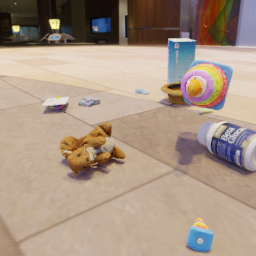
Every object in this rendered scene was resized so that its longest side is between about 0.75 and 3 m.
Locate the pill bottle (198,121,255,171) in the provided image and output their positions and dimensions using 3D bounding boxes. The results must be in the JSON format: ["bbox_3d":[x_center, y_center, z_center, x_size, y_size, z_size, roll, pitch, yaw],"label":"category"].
[{"bbox_3d":[2.958,0.411,8.058,1.034,1.034,1.861,-14,24,-32],"label":"pill bottle"}]

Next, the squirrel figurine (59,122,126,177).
[{"bbox_3d":[-1.168,0.681,7.689,1.608,1.138,1.500,-1,26,40],"label":"squirrel figurine"}]

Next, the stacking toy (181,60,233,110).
[{"bbox_3d":[2.039,-1.173,7.980,1.401,1.481,2.552,16,17,21],"label":"stacking toy"}]

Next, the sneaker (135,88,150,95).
[{"bbox_3d":[0.797,-2.038,15.414,0.833,0.341,0.308,2,22,6],"label":"sneaker"}]

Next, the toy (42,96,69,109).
[{"bbox_3d":[-3.281,-1.108,12.912,0.991,0.406,1.722,-5,20,-5],"label":"toy"}]

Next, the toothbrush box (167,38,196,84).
[{"bbox_3d":[2.881,-3.404,15.465,1.215,2.850,2.086,-1,20,0],"label":"toothbrush box"}]

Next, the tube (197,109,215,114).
[{"bbox_3d":[3.406,-0.745,12.278,0.850,0.247,0.221,-10,-14,-32],"label":"tube"}]

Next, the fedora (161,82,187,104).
[{"bbox_3d":[2.540,-1.666,13.773,2.013,0.821,2.013,-1,23,0],"label":"fedora"}]

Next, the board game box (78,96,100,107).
[{"bbox_3d":[-1.813,-1.270,13.516,0.861,0.266,0.862,8,22,22],"label":"board game box"}]

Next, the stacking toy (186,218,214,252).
[{"bbox_3d":[1.333,1.892,5.209,0.443,0.419,0.763,11,12,11],"label":"stacking toy"}]
